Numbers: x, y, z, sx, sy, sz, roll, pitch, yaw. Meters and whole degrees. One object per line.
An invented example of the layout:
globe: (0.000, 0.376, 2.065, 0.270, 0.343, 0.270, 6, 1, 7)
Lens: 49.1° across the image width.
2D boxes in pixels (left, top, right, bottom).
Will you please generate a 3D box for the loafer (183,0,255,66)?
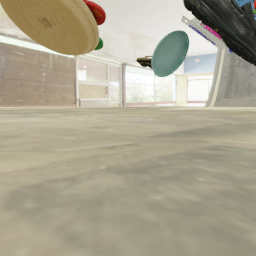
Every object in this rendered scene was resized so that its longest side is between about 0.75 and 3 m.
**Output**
loafer: (1.786, -1.722, 4.555, 1.973, 0.692, 0.670, 39, 11, -10)

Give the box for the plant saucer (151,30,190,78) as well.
plant saucer: (1.443, -2.600, 9.795, 1.754, 1.754, 0.240, -5, 39, -46)

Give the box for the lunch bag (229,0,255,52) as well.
lunch bag: (2.737, -2.846, 5.385, 1.763, 2.341, 1.101, -15, 4, -20)

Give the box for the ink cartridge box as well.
ink cartridge box: (2.527, -3.175, 9.150, 1.722, 0.319, 0.816, 35, 10, 1)

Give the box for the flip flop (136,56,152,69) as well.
flip flop: (0.868, -2.597, 10.890, 0.588, 0.417, 1.449, 48, -13, -35)

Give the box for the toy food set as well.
toy food set: (-1.611, -2.437, 5.973, 2.432, 0.598, 2.457, 2, -30, 48)
